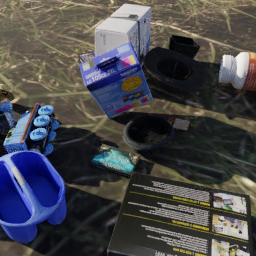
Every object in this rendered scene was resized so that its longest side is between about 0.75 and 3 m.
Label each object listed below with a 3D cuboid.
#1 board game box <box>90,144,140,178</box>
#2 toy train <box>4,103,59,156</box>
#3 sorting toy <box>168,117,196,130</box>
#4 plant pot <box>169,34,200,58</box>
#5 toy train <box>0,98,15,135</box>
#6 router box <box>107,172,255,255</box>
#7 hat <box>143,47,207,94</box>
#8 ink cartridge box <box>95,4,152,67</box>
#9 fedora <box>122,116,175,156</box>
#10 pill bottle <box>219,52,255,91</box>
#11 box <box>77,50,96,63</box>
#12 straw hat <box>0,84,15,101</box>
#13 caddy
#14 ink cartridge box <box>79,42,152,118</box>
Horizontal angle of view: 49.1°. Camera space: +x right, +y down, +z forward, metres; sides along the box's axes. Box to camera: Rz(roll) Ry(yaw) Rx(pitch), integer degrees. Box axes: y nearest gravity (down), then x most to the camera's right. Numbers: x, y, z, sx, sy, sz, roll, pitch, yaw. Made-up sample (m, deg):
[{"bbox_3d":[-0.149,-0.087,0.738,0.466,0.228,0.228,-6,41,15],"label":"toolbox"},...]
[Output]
[{"bbox_3d":[-0.328,0.852,7.377,1.130,0.159,0.764,14,43,16],"label":"board game box"},{"bbox_3d":[-2.631,0.069,7.814,1.116,0.847,1.954,-6,40,2],"label":"toy train"},{"bbox_3d":[1.578,-0.079,8.486,0.888,0.150,0.428,13,42,14],"label":"sorting toy"},{"bbox_3d":[2.164,-3.125,11.388,1.030,0.914,1.028,7,35,-13],"label":"plant pot"},{"bbox_3d":[-4.431,-0.053,7.780,2.630,1.140,1.503,-23,54,-27],"label":"toy train"},{"bbox_3d":[1.083,2.007,5.610,2.593,0.662,1.934,10,41,11],"label":"router box"},{"bbox_3d":[1.560,-1.860,9.988,2.318,0.935,2.318,8,51,-10],"label":"hat"},{"bbox_3d":[-0.092,-3.159,10.610,1.221,2.096,2.898,13,42,15],"label":"ink cartridge box"},{"bbox_3d":[0.551,0.285,7.659,1.440,0.658,1.440,0,40,0],"label":"fedora"},{"bbox_3d":[4.457,-1.941,9.785,2.315,1.299,1.299,8,41,10],"label":"pill bottle"},{"bbox_3d":[-1.417,-2.805,11.643,0.985,0.249,1.378,-18,45,-21],"label":"box"},{"bbox_3d":[-4.140,-1.230,9.225,0.907,0.907,0.384,0,68,1],"label":"straw hat"},{"bbox_3d":[-2.228,1.353,6.057,1.489,1.105,2.106,-28,48,-28],"label":"caddy"},{"bbox_3d":[-0.326,-1.373,7.979,1.568,2.298,0.877,-23,60,5],"label":"ink cartridge box"}]
